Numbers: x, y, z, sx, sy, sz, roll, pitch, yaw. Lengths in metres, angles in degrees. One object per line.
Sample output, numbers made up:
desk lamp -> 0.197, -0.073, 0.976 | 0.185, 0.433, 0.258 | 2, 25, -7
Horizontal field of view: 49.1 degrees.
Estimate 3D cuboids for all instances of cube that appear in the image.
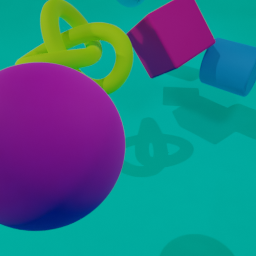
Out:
cube -> 0.857, -1.869, 5.836 | 1.128, 1.128, 1.128 | -35, 12, -19

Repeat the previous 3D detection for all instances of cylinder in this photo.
cylinder -> 2.300, -1.356, 6.236 | 1.058, 1.058, 1.058 | 26, 52, 27

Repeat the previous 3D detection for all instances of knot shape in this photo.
knot shape -> -1.044, -1.308, 4.818 | 1.829, 0.903, 1.955 | -31, 69, -28

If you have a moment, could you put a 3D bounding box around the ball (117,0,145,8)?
ball -> 0.075, -3.930, 7.832 | 1.036, 1.036, 1.036 | 0, 47, 0

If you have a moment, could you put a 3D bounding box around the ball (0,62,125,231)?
ball -> -0.686, 0.141, 2.303 | 1.329, 1.329, 1.329 | 0, 47, 0
